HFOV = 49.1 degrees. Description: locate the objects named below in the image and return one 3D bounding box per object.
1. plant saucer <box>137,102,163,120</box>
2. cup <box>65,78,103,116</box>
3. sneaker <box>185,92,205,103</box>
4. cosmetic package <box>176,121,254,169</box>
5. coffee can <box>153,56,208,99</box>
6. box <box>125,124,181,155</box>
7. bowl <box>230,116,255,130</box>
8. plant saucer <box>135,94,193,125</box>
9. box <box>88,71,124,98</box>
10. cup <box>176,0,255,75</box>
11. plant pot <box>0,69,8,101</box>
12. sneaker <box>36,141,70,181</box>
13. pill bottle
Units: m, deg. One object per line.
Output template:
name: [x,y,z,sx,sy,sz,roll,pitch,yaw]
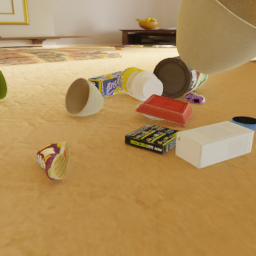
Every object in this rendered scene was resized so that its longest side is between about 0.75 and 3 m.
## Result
plant saucer: [1.096,-0.601,10.168,1.568,0.394,1.568,0,20,0]
cup: [-1.494,-1.030,10.280,1.395,1.395,0.998,20,3,42]
sneaker: [2.816,-1.271,12.037,0.407,0.393,0.975,-28,31,-33]
cosmetic package: [2.219,0.378,7.178,1.814,0.646,0.920,-11,23,-27]
coffee can: [2.533,-2.522,13.236,1.830,1.830,2.501,13,24,30]
box: [0.776,0.275,7.973,1.259,0.310,1.303,16,25,32]
bowl: [3.928,-0.180,9.342,0.970,0.190,0.970,0,21,0]
plant saucer: [1.361,-0.749,9.988,1.784,0.328,1.788,17,25,14]
box: [-0.797,-2.121,13.520,0.819,0.893,2.549,13,24,32]
cup: [2.529,-2.729,7.814,2.924,2.091,2.924,15,49,-17]
plant pot: [-6.401,-1.703,11.562,1.962,1.835,1.835,-17,18,11]
sneaker: [-1.771,0.777,6.370,0.703,0.585,1.561,-9,15,0]
pill bottle: [0.568,-1.931,12.451,1.297,1.297,2.330,-8,23,-21]
